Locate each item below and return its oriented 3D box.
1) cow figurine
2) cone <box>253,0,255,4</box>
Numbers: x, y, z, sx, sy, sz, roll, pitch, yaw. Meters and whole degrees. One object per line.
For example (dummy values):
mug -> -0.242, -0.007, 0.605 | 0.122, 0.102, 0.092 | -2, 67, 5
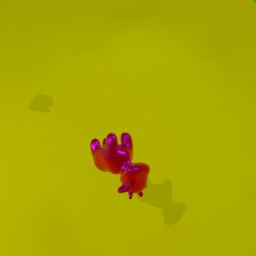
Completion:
cow figurine -> -0.170, 0.700, 5.178 | 0.683, 1.245, 1.225 | -1, 78, -42
cone -> 3.343, -3.023, 6.751 | 0.923, 0.926, 0.923 | -11, 24, 5
